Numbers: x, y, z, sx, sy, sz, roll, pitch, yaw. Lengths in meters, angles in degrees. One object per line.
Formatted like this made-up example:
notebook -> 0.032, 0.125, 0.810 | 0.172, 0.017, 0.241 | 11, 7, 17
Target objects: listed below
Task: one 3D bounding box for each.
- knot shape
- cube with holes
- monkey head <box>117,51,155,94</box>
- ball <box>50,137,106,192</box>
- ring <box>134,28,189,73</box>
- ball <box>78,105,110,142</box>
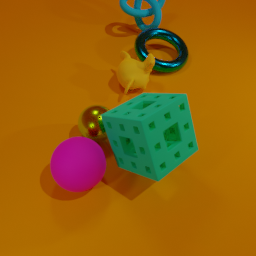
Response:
knot shape -> 0.723, -4.682, 10.476 | 1.803, 1.687, 0.833 | 42, 11, -6
cube with holes -> 0.497, 0.107, 6.299 | 1.372, 1.372, 1.372 | -31, 25, -32
monkey head -> 0.214, -1.813, 8.686 | 1.026, 1.225, 1.703 | 6, 56, -20
ball -> -1.121, 0.820, 6.357 | 1.244, 1.244, 1.244 | 0, 49, 0
ring -> 1.177, -2.735, 9.751 | 1.964, 0.393, 1.964 | 6, 59, -10
ball -> -0.820, -0.122, 7.369 | 0.990, 0.990, 0.990 | 0, 49, 0
